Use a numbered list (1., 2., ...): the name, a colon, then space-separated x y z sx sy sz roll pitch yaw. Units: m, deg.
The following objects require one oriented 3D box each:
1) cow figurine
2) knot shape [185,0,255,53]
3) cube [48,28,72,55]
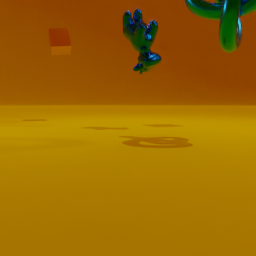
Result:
1. cow figurine: 0.309 -2.061 6.877 0.715 1.282 1.303 -24 57 -26
2. knot shape: 1.519 -1.931 4.273 0.760 1.539 1.645 -21 26 -8
3. cube: -2.475 -3.136 10.188 0.715 0.715 0.715 -7 -6 -15
